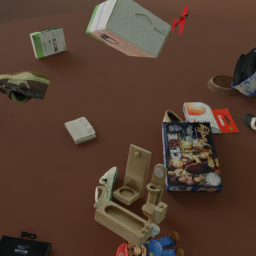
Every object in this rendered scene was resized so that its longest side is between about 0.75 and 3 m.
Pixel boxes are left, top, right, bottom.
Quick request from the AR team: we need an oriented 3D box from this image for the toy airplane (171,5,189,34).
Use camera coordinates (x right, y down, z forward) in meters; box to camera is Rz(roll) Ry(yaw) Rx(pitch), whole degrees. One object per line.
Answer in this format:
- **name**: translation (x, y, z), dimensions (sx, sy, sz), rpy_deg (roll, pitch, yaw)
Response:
- **toy airplane**: translation (1.554, -3.222, 8.412), dimensions (0.175, 0.953, 0.953), rpy_deg (16, 37, -16)

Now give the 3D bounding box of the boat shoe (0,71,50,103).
- **boat shoe**: translation (-3.085, -1.087, 7.890), dimensions (2.359, 0.764, 0.863), rpy_deg (0, -12, 45)

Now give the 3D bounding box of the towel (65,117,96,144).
- **towel**: translation (-1.870, 0.063, 10.942), dimensions (0.884, 0.230, 1.334), rpy_deg (-20, 44, -23)

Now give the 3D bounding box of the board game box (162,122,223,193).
- **board game box**: translation (2.057, 0.898, 9.383), dimensions (1.716, 0.438, 2.533), rpy_deg (0, 52, 1)

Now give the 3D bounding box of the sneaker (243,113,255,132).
- **sneaker**: translation (5.239, -0.167, 10.748), dimensions (0.724, 0.865, 1.954), rpy_deg (-16, 41, -16)

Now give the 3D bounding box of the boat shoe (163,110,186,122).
- **boat shoe**: translation (1.985, 0.042, 10.638), dimensions (0.716, 0.645, 1.986), rpy_deg (-17, 43, -19)

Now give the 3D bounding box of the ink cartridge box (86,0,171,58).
- **ink cartridge box**: translation (-0.112, -3.715, 10.572), dimensions (2.168, 1.305, 2.984), rpy_deg (22, 5, -26)

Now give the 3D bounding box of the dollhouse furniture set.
- **dollhouse furniture set**: translation (0.198, 1.658, 7.501), dimensions (1.783, 1.528, 1.875), rpy_deg (21, 24, 29)

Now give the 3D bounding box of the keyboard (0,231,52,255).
- **keyboard**: translation (-2.726, 3.128, 7.348), dimensions (1.395, 0.179, 0.838), rpy_deg (6, 47, 6)

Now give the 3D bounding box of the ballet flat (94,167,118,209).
- **ballet flat**: translation (-0.684, 1.772, 8.602), dimensions (0.514, 0.556, 1.648), rpy_deg (19, 40, -7)

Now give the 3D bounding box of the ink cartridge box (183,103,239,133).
- **ink cartridge box**: translation (3.344, -0.443, 11.365), dimensions (1.933, 0.485, 1.568), rpy_deg (-3, 40, 0)

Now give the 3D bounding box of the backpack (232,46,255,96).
- **backpack**: translation (5.881, -2.507, 12.582), dimensions (1.640, 2.042, 2.231), rpy_deg (34, 62, -8)

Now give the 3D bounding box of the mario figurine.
- **mario figurine**: translation (0.539, 3.014, 6.878), dimensions (1.669, 0.885, 1.030), rpy_deg (-5, 16, -15)

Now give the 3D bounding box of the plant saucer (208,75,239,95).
- **plant saucer**: translation (4.678, -2.154, 13.565), dimensions (1.572, 0.271, 1.572), rpy_deg (-1, 40, 1)

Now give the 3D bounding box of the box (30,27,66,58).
- **box**: translation (-4.507, -4.883, 15.959), dimensions (1.872, 1.351, 0.340), rpy_deg (-27, 43, -29)
